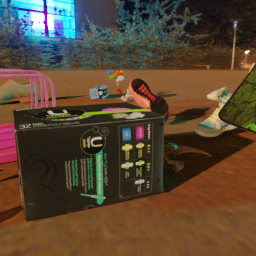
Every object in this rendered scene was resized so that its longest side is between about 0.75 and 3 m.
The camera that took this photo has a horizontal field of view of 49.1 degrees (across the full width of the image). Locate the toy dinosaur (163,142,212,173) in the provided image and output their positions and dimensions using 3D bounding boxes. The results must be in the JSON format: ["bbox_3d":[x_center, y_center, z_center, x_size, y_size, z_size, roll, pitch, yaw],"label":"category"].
[{"bbox_3d":[0.692,0.376,4.753,1.682,0.490,0.850,0,13,0],"label":"toy dinosaur"}]

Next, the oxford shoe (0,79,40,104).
[{"bbox_3d":[-4.890,-1.468,11.165,2.585,0.967,0.911,-8,16,-30],"label":"oxford shoe"}]

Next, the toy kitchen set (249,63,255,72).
[{"bbox_3d":[5.984,-1.288,10.490,2.024,1.488,2.526,-9,36,-33],"label":"toy kitchen set"}]

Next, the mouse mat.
[{"bbox_3d":[3.262,-0.668,5.508,2.055,0.096,2.553,25,61,32],"label":"mouse mat"}]

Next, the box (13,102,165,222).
[{"bbox_3d":[-0.561,0.303,3.779,1.751,1.088,1.300,-7,15,-22],"label":"box"}]

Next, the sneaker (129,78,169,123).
[{"bbox_3d":[0.551,-0.711,7.421,0.517,1.402,0.608,-42,4,-16],"label":"sneaker"}]

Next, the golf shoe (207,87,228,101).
[{"bbox_3d":[3.962,-1.504,12.305,0.693,0.558,1.425,3,12,36],"label":"golf shoe"}]

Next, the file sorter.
[{"bbox_3d":[-2.543,-0.411,5.709,1.709,1.542,2.459,-7,16,-28],"label":"file sorter"}]

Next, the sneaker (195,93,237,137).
[{"bbox_3d":[1.979,-0.317,6.073,1.259,0.822,0.501,-17,35,-32],"label":"sneaker"}]

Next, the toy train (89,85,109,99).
[{"bbox_3d":[-1.316,-1.649,12.826,0.749,0.568,1.311,-5,13,4],"label":"toy train"}]

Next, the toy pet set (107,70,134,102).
[{"bbox_3d":[-0.043,-1.683,12.079,1.547,0.880,1.657,-3,44,-21],"label":"toy pet set"}]
